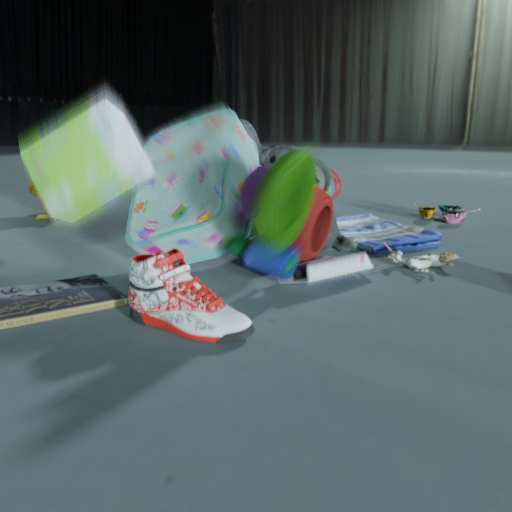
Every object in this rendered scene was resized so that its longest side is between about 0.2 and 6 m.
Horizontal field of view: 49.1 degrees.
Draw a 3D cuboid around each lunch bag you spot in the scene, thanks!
[{"bbox_3d":[-1.197,-1.234,10.341,2.351,1.130,2.932,-17,49,26],"label":"lunch bag"}]

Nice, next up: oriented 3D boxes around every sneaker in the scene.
[{"bbox_3d":[-0.929,0.491,7.494,1.943,1.041,0.649,8,17,29],"label":"sneaker"}]

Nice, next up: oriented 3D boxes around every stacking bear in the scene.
[{"bbox_3d":[1.702,-2.008,17.295,1.056,1.127,1.857,13,27,42],"label":"stacking bear"}]

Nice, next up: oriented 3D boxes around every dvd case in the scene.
[{"bbox_3d":[-3.220,0.663,8.574,2.085,0.167,1.550,-10,18,-33],"label":"dvd case"}]

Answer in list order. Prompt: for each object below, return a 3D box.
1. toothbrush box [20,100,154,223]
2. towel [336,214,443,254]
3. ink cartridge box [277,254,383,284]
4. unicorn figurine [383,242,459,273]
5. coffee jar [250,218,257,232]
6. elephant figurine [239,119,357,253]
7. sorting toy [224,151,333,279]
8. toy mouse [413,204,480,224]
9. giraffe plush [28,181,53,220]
[{"bbox_3d":[-2.801,-1.539,9.347,1.728,1.258,0.744,-31,-9,6],"label":"toothbrush box"},{"bbox_3d":[2.655,-0.554,12.916,1.999,0.324,2.722,-8,17,-24],"label":"towel"},{"bbox_3d":[1.299,0.200,9.741,1.769,0.328,0.837,-8,0,-34],"label":"ink cartridge box"},{"bbox_3d":[3.066,0.082,10.422,1.220,0.451,0.838,10,0,-21],"label":"unicorn figurine"},{"bbox_3d":[-0.459,-1.186,14.259,1.026,0.840,1.968,-8,17,-20],"label":"coffee jar"},{"bbox_3d":[0.776,-1.469,11.705,2.084,2.686,1.900,-7,16,-23],"label":"elephant figurine"},{"bbox_3d":[0.255,-0.634,8.921,1.200,1.756,2.923,19,-6,23],"label":"sorting toy"},{"bbox_3d":[5.170,-1.096,14.922,1.550,0.338,1.744,0,15,1],"label":"toy mouse"},{"bbox_3d":[-5.475,-1.582,15.359,1.808,1.560,1.466,33,22,-12],"label":"giraffe plush"}]
